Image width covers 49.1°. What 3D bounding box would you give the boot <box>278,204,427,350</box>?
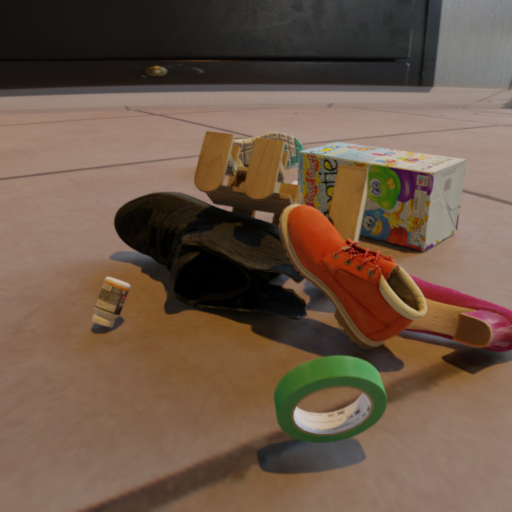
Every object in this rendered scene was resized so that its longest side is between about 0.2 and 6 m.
[{"bbox_3d":[1.213,0.084,7.033,0.809,2.156,1.156,-37,-2,-36],"label":"boot"}]

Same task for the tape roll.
[{"bbox_3d":[0.689,1.363,5.249,1.035,1.035,0.249,-2,40,-5],"label":"tape roll"}]

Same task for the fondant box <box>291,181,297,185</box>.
[{"bbox_3d":[1.158,-1.619,14.197,0.740,0.299,1.025,9,24,21],"label":"fondant box"}]

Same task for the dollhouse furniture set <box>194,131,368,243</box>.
[{"bbox_3d":[0.377,-0.605,9.023,2.545,1.691,2.231,10,-12,13],"label":"dollhouse furniture set"}]

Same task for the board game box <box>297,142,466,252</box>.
[{"bbox_3d":[2.529,-1.345,11.745,3.039,1.565,1.594,18,28,38],"label":"board game box"}]

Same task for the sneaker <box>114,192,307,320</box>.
[{"bbox_3d":[-0.920,-0.063,8.917,4.110,1.234,2.144,13,21,18],"label":"sneaker"}]

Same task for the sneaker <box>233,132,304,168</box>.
[{"bbox_3d":[-0.054,-3.317,17.482,3.020,1.172,1.377,-2,18,-9],"label":"sneaker"}]

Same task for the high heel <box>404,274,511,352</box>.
[{"bbox_3d":[2.522,0.689,7.782,1.126,0.790,2.347,4,8,-39],"label":"high heel"}]

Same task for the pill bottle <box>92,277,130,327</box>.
[{"bbox_3d":[-2.037,0.646,7.825,0.372,0.640,0.372,20,-2,1],"label":"pill bottle"}]
